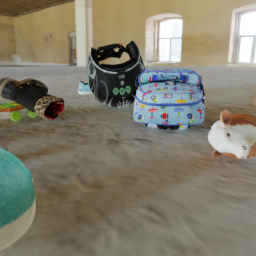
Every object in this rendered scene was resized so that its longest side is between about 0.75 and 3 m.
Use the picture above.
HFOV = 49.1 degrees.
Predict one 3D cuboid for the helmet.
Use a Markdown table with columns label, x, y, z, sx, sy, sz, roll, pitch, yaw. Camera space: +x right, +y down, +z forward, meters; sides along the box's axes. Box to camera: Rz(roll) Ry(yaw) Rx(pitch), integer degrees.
| label | x | y | z | sx | sy | sz | roll | pitch | yaw |
| --- | --- | --- | --- | --- | --- | --- | --- | --- | --- |
| helmet | -0.448 | -2.001 | 10.975 | 2.513 | 2.396 | 2.513 | 0 | 55 | 0 |

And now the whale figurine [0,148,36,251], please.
| label | x | y | z | sx | sy | sz | roll | pitch | yaw |
| --- | --- | --- | --- | --- | --- | --- | --- | --- | --- |
| whale figurine | -2.103 | 0.657 | 3.473 | 1.815 | 1.184 | 2.281 | -11 | 19 | -36 |

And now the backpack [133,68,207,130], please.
| label | x | y | z | sx | sy | sz | roll | pitch | yaw |
| --- | --- | --- | --- | --- | --- | --- | --- | --- | --- |
| backpack | 1.208 | -0.872 | 8.314 | 2.233 | 1.646 | 2.446 | 3 | 17 | 10 |

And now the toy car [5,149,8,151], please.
| label | x | y | z | sx | sy | sz | roll | pitch | yaw |
| --- | --- | --- | --- | --- | --- | --- | --- | --- | --- |
| toy car | -2.541 | 0.614 | 5.251 | 0.494 | 0.335 | 1.006 | 18 | 7 | -20 |

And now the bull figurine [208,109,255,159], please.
| label | x | y | z | sx | sy | sz | roll | pitch | yaw |
| --- | --- | --- | --- | --- | --- | --- | --- | --- | --- |
| bull figurine | 2.146 | 0.197 | 5.034 | 1.527 | 0.819 | 2.515 | 10 | 1 | 10 |

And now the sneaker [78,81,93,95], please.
| label | x | y | z | sx | sy | sz | roll | pitch | yaw |
| --- | --- | --- | --- | --- | --- | --- | --- | --- | --- |
| sneaker | -1.673 | -2.153 | 14.532 | 1.842 | 0.828 | 0.722 | -2 | 15 | -9 |

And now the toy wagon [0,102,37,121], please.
| label | x | y | z | sx | sy | sz | roll | pitch | yaw |
| --- | --- | --- | --- | --- | --- | --- | --- | --- | --- |
| toy wagon | -4.133 | -0.529 | 9.370 | 1.554 | 0.396 | 2.003 | 9 | 17 | 30 |

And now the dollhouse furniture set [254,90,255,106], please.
| label | x | y | z | sx | sy | sz | roll | pitch | yaw |
| --- | --- | --- | --- | --- | --- | --- | --- | --- | --- |
| dollhouse furniture set | 6.280 | -1.616 | 11.309 | 2.093 | 1.483 | 2.279 | 4 | 16 | 15 |

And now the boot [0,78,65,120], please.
| label | x | y | z | sx | sy | sz | roll | pitch | yaw |
| --- | --- | --- | --- | --- | --- | --- | --- | --- | --- |
| boot | -2.984 | -1.005 | 9.511 | 1.821 | 0.885 | 2.418 | 26 | 9 | 12 |
